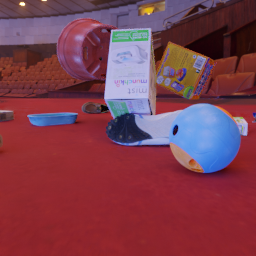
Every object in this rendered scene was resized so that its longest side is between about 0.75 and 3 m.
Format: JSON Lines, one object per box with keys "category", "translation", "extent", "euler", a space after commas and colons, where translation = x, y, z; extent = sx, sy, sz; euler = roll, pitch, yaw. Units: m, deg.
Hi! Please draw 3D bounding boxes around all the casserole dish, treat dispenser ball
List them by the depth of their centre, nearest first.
{"category": "treat dispenser ball", "translation": [1.482, 0.199, 5.491], "extent": [1.349, 1.349, 1.349], "euler": [0, 8, 0]}
{"category": "casserole dish", "translation": [-3.443, -0.421, 12.988], "extent": [2.372, 0.460, 1.437], "euler": [-8, 11, -40]}

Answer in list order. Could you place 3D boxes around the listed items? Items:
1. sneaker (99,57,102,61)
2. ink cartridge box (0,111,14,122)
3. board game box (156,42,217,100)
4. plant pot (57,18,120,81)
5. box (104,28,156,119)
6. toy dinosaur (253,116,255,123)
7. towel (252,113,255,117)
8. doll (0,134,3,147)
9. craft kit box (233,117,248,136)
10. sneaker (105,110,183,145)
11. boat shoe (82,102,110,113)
{"category": "sneaker", "translation": [-0.949, -2.828, 12.189], "extent": [0.359, 0.935, 0.414], "euler": [-36, -5, -19]}
{"category": "ink cartridge box", "translation": [-6.982, -0.632, 14.266], "extent": [1.974, 0.497, 1.076], "euler": [4, 9, 19]}
{"category": "board game box", "translation": [2.485, -2.454, 12.273], "extent": [1.830, 1.832, 1.831], "euler": [30, 18, 21]}
{"category": "plant pot", "translation": [-1.405, -3.331, 12.262], "extent": [2.922, 2.922, 2.842], "euler": [-3, 18, -23]}
{"category": "box", "translation": [0.244, -1.364, 9.152], "extent": [1.325, 2.419, 2.741], "euler": [1, -20, 9]}
{"category": "toy dinosaur", "translation": [5.748, -0.289, 10.069], "extent": [2.538, 1.332, 2.303], "euler": [9, 21, -37]}
{"category": "towel", "translation": [7.722, -0.699, 15.850], "extent": [1.058, 0.262, 0.782], "euler": [-1, 15, -10]}
{"category": "doll", "translation": [-3.999, 0.415, 7.174], "extent": [1.607, 0.390, 1.097], "euler": [-4, 15, 19]}
{"category": "craft kit box", "translation": [3.397, -0.130, 10.890], "extent": [2.146, 0.527, 2.173], "euler": [5, 9, 16]}
{"category": "sneaker", "translation": [0.722, 0.082, 8.133], "extent": [2.838, 1.020, 1.029], "euler": [-4, -24, 19]}
{"category": "boat shoe", "translation": [-2.029, -1.350, 18.516], "extent": [2.128, 0.766, 0.723], "euler": [-8, 10, -44]}
